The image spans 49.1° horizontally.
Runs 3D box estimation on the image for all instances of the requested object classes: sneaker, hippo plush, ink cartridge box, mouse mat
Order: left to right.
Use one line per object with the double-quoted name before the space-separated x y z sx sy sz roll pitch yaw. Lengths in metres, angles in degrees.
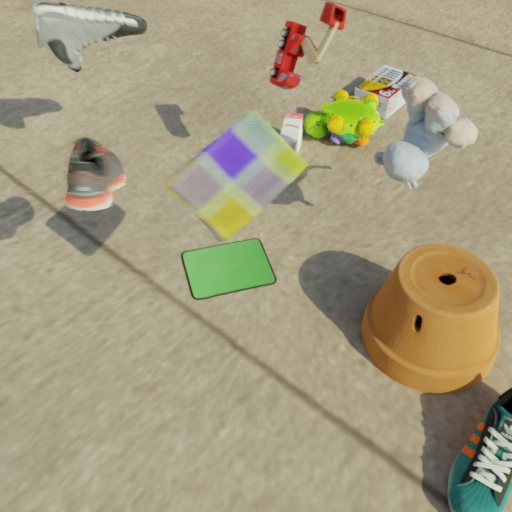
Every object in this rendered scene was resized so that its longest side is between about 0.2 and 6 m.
"sneaker" -3.085 -4.011 10.458 2.023 1.168 0.759 4 26 -10
"sneaker" -2.046 -1.202 7.178 0.687 0.730 1.783 -2 28 -11
"mouse mat" -0.555 0.229 11.046 1.677 0.063 1.350 -12 46 -10
"ink cartridge box" 0.810 -2.729 13.449 0.464 0.801 1.375 6 46 6
"ink cartridge box" 3.377 -4.549 15.347 1.394 0.666 1.588 29 52 26
"hippo plush" 2.686 -2.072 9.668 1.493 1.507 1.874 46 15 -2
"sneaker" 3.424 2.708 7.950 0.842 0.943 2.360 26 51 23

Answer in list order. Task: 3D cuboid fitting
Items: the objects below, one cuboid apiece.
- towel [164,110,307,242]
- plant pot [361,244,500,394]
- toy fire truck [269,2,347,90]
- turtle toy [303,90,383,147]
"towel" -0.247 -1.015 7.027 1.543 0.176 1.108 -41 83 -8
"plant pot" 2.985 0.884 9.310 2.285 1.599 2.285 -1 45 1
"toy fire truck" 0.919 -3.817 10.295 0.396 1.625 1.146 -2 26 -44
"turtle toy" 2.150 -3.312 13.874 1.965 0.993 1.432 9 51 10
